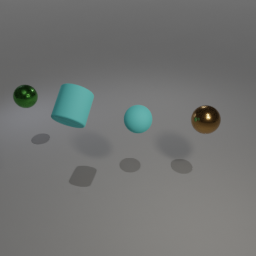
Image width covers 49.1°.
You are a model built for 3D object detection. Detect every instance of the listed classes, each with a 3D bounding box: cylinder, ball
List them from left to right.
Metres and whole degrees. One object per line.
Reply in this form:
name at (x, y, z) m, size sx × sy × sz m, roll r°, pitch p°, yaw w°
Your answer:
ball at (-3.056, -0.942, 8.358) m, size 0.700 × 0.700 × 0.700 m, roll 0°, pitch 29°, yaw 0°
cylinder at (-1.116, -0.437, 5.666) m, size 0.700 × 0.700 × 0.700 m, roll 10°, pitch 75°, yaw 17°
ball at (0.245, -0.216, 6.869) m, size 0.700 × 0.700 × 0.700 m, roll 0°, pitch 29°, yaw 0°
ball at (1.883, -0.202, 6.789) m, size 0.700 × 0.700 × 0.700 m, roll 0°, pitch 29°, yaw 0°
